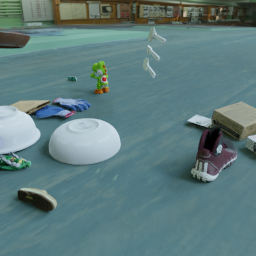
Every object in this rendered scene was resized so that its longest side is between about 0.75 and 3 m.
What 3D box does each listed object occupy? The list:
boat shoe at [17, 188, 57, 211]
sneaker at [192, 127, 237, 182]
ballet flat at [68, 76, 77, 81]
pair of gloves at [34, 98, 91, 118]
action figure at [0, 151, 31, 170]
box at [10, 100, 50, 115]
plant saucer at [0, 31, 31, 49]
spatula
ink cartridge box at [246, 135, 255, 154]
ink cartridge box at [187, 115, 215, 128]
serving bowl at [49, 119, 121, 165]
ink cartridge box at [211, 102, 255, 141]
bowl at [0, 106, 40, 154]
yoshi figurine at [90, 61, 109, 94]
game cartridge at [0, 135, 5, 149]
[{"bbox_3d":[-2.134,1.656,6.821,1.167,0.418,0.445,14,17,27],"label":"boat shoe"},{"bbox_3d":[2.646,0.480,8.109,0.885,1.351,2.339,16,30,30],"label":"sneaker"},{"bbox_3d":[-3.202,-2.883,16.399,0.766,0.266,0.266,17,30,32],"label":"ballet flat"},{"bbox_3d":[-2.868,-0.856,12.160,1.908,0.270,2.374,11,27,25],"label":"pair of gloves"},{"bbox_3d":[-3.533,0.963,8.247,1.455,0.398,0.860,8,17,7],"label":"action figure"},{"bbox_3d":[-4.431,-0.871,11.876,1.773,0.189,1.449,1,24,28],"label":"box"},{"bbox_3d":[-3.058,-1.938,6.220,1.730,0.298,1.730,1,14,0],"label":"plant saucer"},{"bbox_3d":[0.961,-3.048,11.219,0.206,1.781,2.561,12,23,-11],"label":"spatula"},{"bbox_3d":[4.379,0.606,8.940,0.700,0.404,0.964,-8,27,-17],"label":"ink cartridge box"},{"bbox_3d":[2.860,-0.207,10.877,0.893,0.194,0.775,21,34,36],"label":"ink cartridge box"},{"bbox_3d":[-1.434,0.252,9.256,2.380,0.783,2.380,0,25,0],"label":"serving bowl"},{"bbox_3d":[4.185,-0.298,10.397,1.673,0.628,1.378,-16,37,-30],"label":"ink cartridge box"},{"bbox_3d":[-4.277,-0.087,9.542,2.363,1.062,2.363,0,23,0],"label":"bowl"},{"bbox_3d":[-1.439,-2.607,14.203,0.908,1.621,0.911,1,26,4],"label":"yoshi figurine"},{"bbox_3d":[-4.879,0.947,7.323,1.965,0.596,2.947,18,46,27],"label":"game cartridge"}]
